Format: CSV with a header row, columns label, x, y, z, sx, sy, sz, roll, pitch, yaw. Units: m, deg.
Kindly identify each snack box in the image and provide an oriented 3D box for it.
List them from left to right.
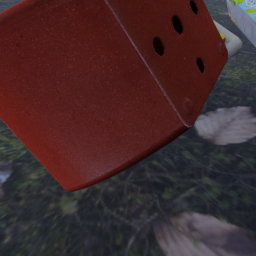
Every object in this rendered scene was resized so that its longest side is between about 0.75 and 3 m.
label,x,y,z,sx,sy,sz,roll,pitch,yaw
snack box,2.519,-1.934,4.374,1.455,0.584,1.725,-19,38,14

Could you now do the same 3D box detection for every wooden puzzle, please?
label,x,y,z,sx,sy,sz,roll,pitch,yaw
wooden puzzle,1.833,-2.582,8.379,2.141,0.431,2.314,-39,68,-4

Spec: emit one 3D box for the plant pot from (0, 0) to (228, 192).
label,x,y,z,sx,sy,sz,roll,pitch,yaw
plant pot,-0.234,-1.047,4.325,2.556,2.898,2.900,-15,29,45
